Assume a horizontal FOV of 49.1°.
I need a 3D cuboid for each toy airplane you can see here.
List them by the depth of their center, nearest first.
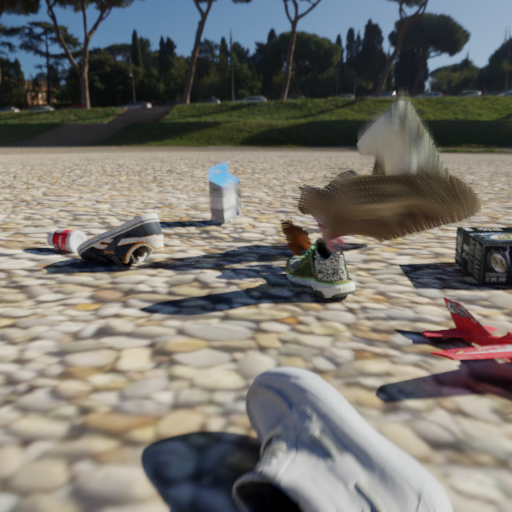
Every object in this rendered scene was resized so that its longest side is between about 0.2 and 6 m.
[{"bbox_3d":[2.485,0.887,5.644,2.108,0.388,2.108,1,13,0],"label":"toy airplane"}]

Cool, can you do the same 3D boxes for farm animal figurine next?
[{"bbox_3d":[1.352,-0.946,9.896,2.076,1.082,2.053,-20,15,45],"label":"farm animal figurine"}]

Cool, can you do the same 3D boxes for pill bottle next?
[{"bbox_3d":[-3.608,-0.296,10.619,0.748,0.420,0.420,8,15,34],"label":"pill bottle"}]

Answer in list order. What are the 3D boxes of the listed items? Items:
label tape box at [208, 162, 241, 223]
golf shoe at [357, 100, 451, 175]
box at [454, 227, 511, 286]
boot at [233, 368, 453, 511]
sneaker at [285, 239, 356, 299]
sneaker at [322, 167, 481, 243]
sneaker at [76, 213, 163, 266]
[{"bbox_3d":[-0.742,-1.529,13.468,0.425,1.285,0.920,9,22,22],"label":"label tape box"},{"bbox_3d":[2.803,-1.787,10.591,1.281,1.031,2.634,-32,-42,21],"label":"golf shoe"},{"bbox_3d":[4.002,-0.028,8.955,1.236,0.650,1.509,1,13,5],"label":"box"},{"bbox_3d":[0.222,1.246,3.449,0.883,0.680,1.848,-1,13,-33],"label":"boot"},{"bbox_3d":[0.943,0.088,8.250,0.647,0.746,1.683,-5,13,-22],"label":"sneaker"},{"bbox_3d":[2.039,-0.676,8.041,2.452,0.926,0.864,-1,55,-23],"label":"sneaker"},{"bbox_3d":[-2.327,-0.118,9.535,1.732,0.688,0.679,-21,-3,28],"label":"sneaker"}]
